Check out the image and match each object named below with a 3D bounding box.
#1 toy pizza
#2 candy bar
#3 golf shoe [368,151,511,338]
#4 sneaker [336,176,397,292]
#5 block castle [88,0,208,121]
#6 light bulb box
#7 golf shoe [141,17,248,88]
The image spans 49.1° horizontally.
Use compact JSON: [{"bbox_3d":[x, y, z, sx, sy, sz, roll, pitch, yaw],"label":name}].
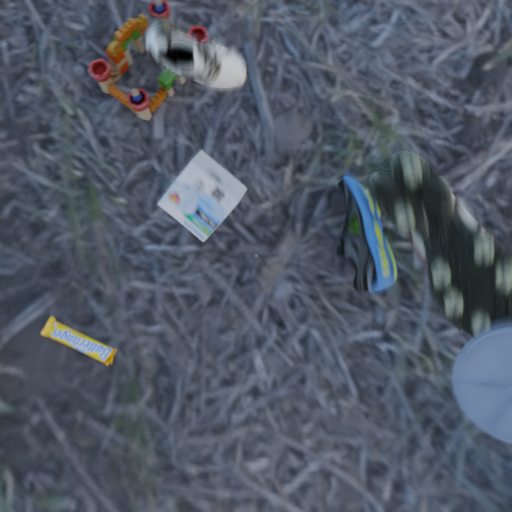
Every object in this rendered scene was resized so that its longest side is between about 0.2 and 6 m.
[{"bbox_3d":[3.542,1.717,7.491,1.733,0.275,1.733,8,108,25],"label":"toy pizza"},{"bbox_3d":[-3.016,1.475,9.592,1.366,0.151,0.341,24,78,6],"label":"candy bar"},{"bbox_3d":[2.785,-0.207,7.935,1.152,1.315,2.986,-32,90,23],"label":"golf shoe"},{"bbox_3d":[1.717,-0.408,9.647,0.906,0.775,2.185,-25,64,31],"label":"sneaker"},{"bbox_3d":[-1.982,-3.707,10.450,1.363,0.957,2.040,38,79,9],"label":"block castle"},{"bbox_3d":[-0.869,-0.958,9.062,0.992,0.625,1.001,39,119,-8],"label":"light bulb box"},{"bbox_3d":[-0.971,-3.237,9.513,1.987,0.772,0.939,12,35,-31],"label":"golf shoe"}]
